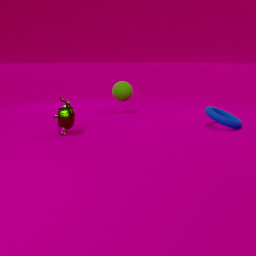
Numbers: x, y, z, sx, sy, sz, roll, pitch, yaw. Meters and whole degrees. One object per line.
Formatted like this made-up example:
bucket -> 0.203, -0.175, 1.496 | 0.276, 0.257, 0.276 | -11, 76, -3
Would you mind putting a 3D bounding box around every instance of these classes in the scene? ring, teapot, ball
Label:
ring -> 2.926, -0.332, 8.610 | 1.193, 0.239, 1.193 | 19, 21, -8
teapot -> -1.735, -0.330, 7.604 | 0.532, 1.086, 0.675 | 4, 14, -21
ball -> -0.204, -1.360, 10.429 | 0.746, 0.746, 0.746 | 0, 14, 0
